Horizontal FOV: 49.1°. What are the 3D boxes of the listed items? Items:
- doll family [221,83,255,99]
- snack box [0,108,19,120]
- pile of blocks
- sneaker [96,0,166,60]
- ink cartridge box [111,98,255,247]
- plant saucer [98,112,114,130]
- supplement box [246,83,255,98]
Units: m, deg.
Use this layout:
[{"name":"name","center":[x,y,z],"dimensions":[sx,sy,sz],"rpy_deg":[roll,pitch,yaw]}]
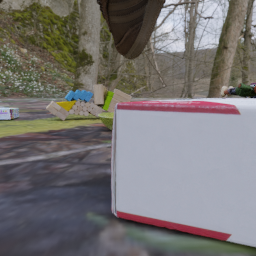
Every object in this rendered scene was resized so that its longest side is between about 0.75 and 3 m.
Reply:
[{"name":"doll family","center":[4.441,-0.735,8.760],"dimensions":[2.999,1.177,1.733],"rpy_deg":[1,1,-29]},{"name":"snack box","center":[-4.788,-0.506,9.882],"dimensions":[1.537,0.407,1.093],"rpy_deg":[-1,7,-7]},{"name":"pile of blocks","center":[-1.416,-0.937,10.075],"dimensions":[2.997,1.230,0.931],"rpy_deg":[-3,8,-21]},{"name":"sneaker","center":[0.004,-1.760,3.222],"dimensions":[1.025,0.956,2.713],"rpy_deg":[20,-17,-7]},{"name":"ink cartridge box","center":[1.019,0.169,2.666],"dimensions":[1.568,0.891,2.152],"rpy_deg":[3,8,24]},{"name":"plant saucer","center":[0.492,-0.173,7.382],"dimensions":[2.550,0.396,2.550],"rpy_deg":[0,8,0]},{"name":"supplement box","center":[5.592,-1.072,10.622],"dimensions":[1.329,1.048,2.030],"rpy_deg":[16,5,-7]}]
